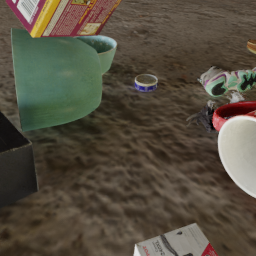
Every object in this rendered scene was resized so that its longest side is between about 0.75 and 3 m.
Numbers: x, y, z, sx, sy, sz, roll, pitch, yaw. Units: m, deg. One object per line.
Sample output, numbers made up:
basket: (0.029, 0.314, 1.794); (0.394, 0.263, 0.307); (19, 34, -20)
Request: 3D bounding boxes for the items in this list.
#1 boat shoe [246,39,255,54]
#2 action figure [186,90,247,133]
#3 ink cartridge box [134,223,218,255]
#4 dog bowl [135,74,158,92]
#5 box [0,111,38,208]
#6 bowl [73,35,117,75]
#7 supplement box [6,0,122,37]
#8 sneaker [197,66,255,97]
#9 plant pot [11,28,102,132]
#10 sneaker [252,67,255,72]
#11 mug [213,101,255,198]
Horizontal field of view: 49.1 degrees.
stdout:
boat shoe: (7.094, -3.845, 12.922); (2.926, 1.080, 1.107); (17, 39, 21)
action figure: (3.054, -0.425, 8.007); (2.611, 1.332, 1.552); (7, 16, 7)
ink cartridge box: (0.849, 2.360, 4.888); (1.281, 0.534, 0.930); (-13, 38, -17)
dog bowl: (0.692, -1.717, 10.648); (0.850, 0.335, 0.850); (0, 37, 0)
box: (-3.690, 0.732, 6.128); (2.490, 1.462, 2.449); (-22, 40, -35)
bowl: (-1.563, -2.880, 11.514); (2.275, 1.190, 2.275); (0, 35, 0)
supplement box: (-1.109, -2.516, 5.360); (0.963, 1.222, 1.867); (52, 36, 9)
sneaker: (3.665, -1.986, 10.588); (2.155, 0.838, 1.508); (-11, 38, -16)
plant pot: (-2.067, -1.435, 8.296); (2.303, 2.870, 2.870); (-6, 36, -18)
sneaker: (5.290, -1.928, 10.747); (0.738, 0.982, 1.971); (-30, 9, 19)
mug: (3.497, -0.077, 6.215); (2.754, 1.838, 2.445); (-22, 66, -23)
